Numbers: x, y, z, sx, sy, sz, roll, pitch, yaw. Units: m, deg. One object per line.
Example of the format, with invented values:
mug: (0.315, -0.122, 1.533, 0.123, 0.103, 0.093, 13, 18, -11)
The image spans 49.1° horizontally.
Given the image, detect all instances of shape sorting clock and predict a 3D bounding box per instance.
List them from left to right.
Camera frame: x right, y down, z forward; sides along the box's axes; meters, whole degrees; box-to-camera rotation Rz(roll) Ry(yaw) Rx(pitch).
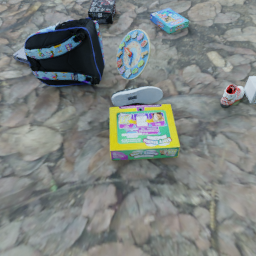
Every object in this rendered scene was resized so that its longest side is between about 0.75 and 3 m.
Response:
shape sorting clock: (0.145, -2.629, 10.042, 0.353, 1.802, 1.802, 2, 42, -37)

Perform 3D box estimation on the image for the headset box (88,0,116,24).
headset box: (-1.216, -5.687, 13.508, 1.157, 0.584, 1.556, 3, 49, 3)

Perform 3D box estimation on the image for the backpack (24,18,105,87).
backpack: (-2.214, -2.624, 9.930, 2.474, 2.258, 1.664, -4, 40, 11)

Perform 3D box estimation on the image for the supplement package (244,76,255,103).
supplement package: (4.821, -1.356, 9.727, 1.238, 0.678, 0.704, -5, 50, -4)

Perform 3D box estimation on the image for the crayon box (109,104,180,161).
crayon box: (0.438, 0.106, 8.534, 1.982, 0.578, 1.710, -3, 51, -1)

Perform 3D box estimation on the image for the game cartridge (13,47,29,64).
game cartridge: (-3.574, -2.935, 11.305, 1.786, 0.343, 1.158, 20, 48, 21)

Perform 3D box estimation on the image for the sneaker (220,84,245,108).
sneaker: (3.695, -1.258, 9.637, 1.286, 0.689, 0.429, -36, 58, -27)

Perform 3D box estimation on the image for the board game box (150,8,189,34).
board game box: (1.928, -5.039, 13.116, 1.133, 0.335, 1.489, -26, 54, -21)

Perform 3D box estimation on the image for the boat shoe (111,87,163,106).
boat shoe: (0.288, -1.148, 9.606, 1.770, 0.608, 0.501, -7, 31, -6)
